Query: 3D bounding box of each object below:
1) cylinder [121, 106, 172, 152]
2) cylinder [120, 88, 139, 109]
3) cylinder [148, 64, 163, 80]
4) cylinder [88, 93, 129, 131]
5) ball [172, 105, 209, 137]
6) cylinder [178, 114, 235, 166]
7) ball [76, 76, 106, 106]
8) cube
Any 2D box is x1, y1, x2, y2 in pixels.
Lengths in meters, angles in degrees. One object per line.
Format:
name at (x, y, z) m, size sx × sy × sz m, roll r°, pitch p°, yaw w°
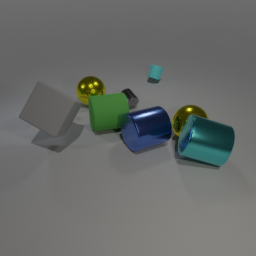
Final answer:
cylinder at (0.646, 0.011, 10.203) m, size 1.400 × 1.400 × 1.400 m, roll -15°, pitch 34°, yaw -23°
cylinder at (0.033, -1.352, 12.949) m, size 0.700 × 0.700 × 0.700 m, roll -19°, pitch 55°, yaw -29°
cylinder at (1.541, -3.120, 15.614) m, size 0.700 × 0.700 × 0.700 m, roll 17°, pitch 14°, yaw -4°
cylinder at (-0.782, -0.640, 11.172) m, size 1.400 × 1.400 × 1.400 m, roll -8°, pitch 32°, yaw -14°
ball at (2.355, -0.184, 10.582) m, size 1.400 × 1.400 × 1.400 m, roll 0°, pitch 31°, yaw 0°
cylinder at (2.542, 0.406, 9.251) m, size 1.400 × 1.400 × 1.400 m, roll 16°, pitch 31°, yaw -4°
ball at (-1.725, -1.724, 13.082) m, size 1.400 × 1.400 × 1.400 m, roll 0°, pitch 31°, yaw 0°
cube at (-2.634, -0.641, 9.793) m, size 1.400 × 1.400 × 1.400 m, roll 29°, pitch 3°, yaw 0°
